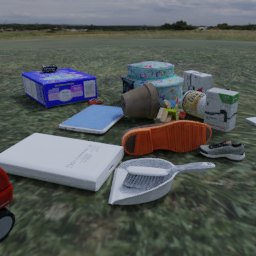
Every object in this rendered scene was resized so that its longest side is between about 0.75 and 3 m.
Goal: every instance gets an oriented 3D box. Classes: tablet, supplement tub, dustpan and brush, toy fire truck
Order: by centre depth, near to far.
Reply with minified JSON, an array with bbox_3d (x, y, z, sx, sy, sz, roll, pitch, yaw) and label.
[{"bbox_3d":[-2.940,0.764,3.890,1.609,2.501,2.202,22,29,22],"label":"toy fire truck"},{"bbox_3d":[0.744,1.014,6.089,2.210,0.632,1.542,1,22,3],"label":"dustpan and brush"},{"bbox_3d":[-1.124,-0.374,10.197,1.689,0.177,2.596,7,22,19],"label":"tablet"},{"bbox_3d":[2.692,-0.856,10.409,0.908,0.908,1.257,-13,24,-30],"label":"supplement tub"}]

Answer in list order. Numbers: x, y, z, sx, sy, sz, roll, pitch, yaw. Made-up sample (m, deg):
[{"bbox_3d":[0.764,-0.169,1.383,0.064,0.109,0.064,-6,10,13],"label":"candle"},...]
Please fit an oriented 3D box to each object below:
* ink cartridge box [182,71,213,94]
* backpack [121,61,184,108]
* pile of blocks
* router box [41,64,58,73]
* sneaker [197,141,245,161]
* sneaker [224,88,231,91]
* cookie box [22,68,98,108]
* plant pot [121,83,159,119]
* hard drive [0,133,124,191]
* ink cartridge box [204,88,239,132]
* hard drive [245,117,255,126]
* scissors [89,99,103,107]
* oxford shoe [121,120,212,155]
[{"bbox_3d":[3.234,-2.076,13.270,0.606,1.056,1.453,-11,24,-25],"label":"ink cartridge box"},{"bbox_3d":[1.106,-1.805,11.755,2.206,1.871,2.485,-12,30,-25],"label":"backpack"},{"bbox_3d":[1.591,-0.523,9.591,0.687,0.908,2.212,8,23,19],"label":"pile of blocks"},{"bbox_3d":[-3.704,-2.805,13.196,0.646,0.268,0.863,-7,21,-19],"label":"router box"},{"bbox_3d":[2.487,0.541,7.496,1.224,0.485,0.453,3,23,11],"label":"sneaker"},{"bbox_3d":[4.280,-1.601,13.182,1.109,0.404,0.469,4,-16,32],"label":"sneaker"},{"bbox_3d":[-3.185,-1.956,12.911,2.477,1.088,2.896,-15,26,-33],"label":"cookie box"},{"bbox_3d":[0.371,-0.907,10.042,1.128,1.300,1.300,-10,24,-14],"label":"plant pot"},{"bbox_3d":[-1.688,0.754,7.103,2.738,0.360,1.805,7,23,17],"label":"hard drive"},{"bbox_3d":[3.074,-0.601,9.293,0.938,1.280,0.532,18,31,40],"label":"ink cartridge box"},{"bbox_3d":[4.689,-0.260,10.005,0.810,0.108,0.534,-7,23,-16],"label":"hard drive"},{"bbox_3d":[-1.588,-0.952,11.770,0.580,0.110,1.586,15,28,17],"label":"scissors"},{"bbox_3d":[1.064,0.148,7.968,2.562,0.913,0.934,-3,17,-7],"label":"oxford shoe"}]
